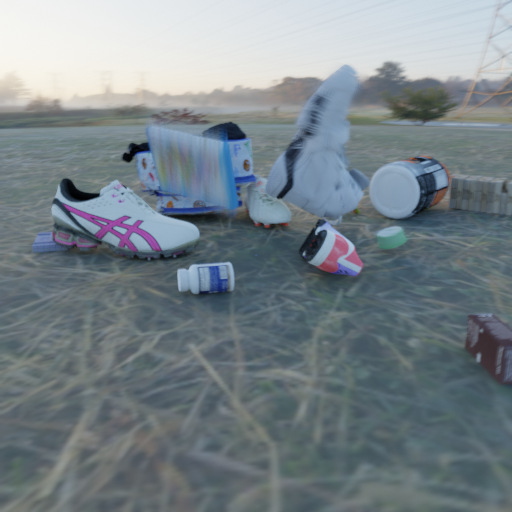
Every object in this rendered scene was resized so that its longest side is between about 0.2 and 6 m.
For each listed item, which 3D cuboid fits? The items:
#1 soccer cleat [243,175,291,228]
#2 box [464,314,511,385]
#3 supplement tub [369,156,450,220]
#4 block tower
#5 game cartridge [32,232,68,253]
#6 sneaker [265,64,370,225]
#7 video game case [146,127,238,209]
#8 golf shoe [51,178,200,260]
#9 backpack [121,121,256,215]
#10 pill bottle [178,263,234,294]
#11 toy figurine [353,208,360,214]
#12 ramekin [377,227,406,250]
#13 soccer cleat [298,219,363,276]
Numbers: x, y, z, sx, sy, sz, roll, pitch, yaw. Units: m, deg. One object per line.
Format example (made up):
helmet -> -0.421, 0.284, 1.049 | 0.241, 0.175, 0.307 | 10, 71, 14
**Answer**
soccer cleat -> 0.192, -1.433, 14.409 | 0.938, 1.051, 2.708 | -4, 18, -15
box -> 2.974, 1.138, 6.945 | 0.374, 0.500, 0.999 | -2, 16, -5
supplement tub -> 4.245, -1.908, 15.194 | 1.495, 1.495, 2.440 | 13, 21, 36
block tower -> 6.926, -1.624, 15.291 | 3.320, 0.897, 0.960 | 10, 19, 32
game cartridge -> -4.454, -0.334, 12.295 | 0.746, 0.221, 1.151 | -8, 18, -13
sneaker -> 1.788, -2.316, 12.577 | 2.110, 3.672, 1.380 | 33, 42, 3
video game case -> -1.191, -1.631, 10.370 | 1.829, 1.309, 0.163 | 18, 44, 29
golf shoe -> -2.700, -0.763, 11.457 | 3.171, 1.460, 1.151 | 8, 18, 6
backpack -> -1.479, -2.207, 14.504 | 3.071, 2.366, 2.925 | -18, 7, -28
pill bottle -> -0.850, 0.384, 9.399 | 0.896, 0.497, 0.497 | -4, 17, -13
toy figurine -> 2.115, -1.411, 15.404 | 1.091, 0.960, 1.821 | -27, 11, 10
ramekin -> 2.786, -0.383, 11.602 | 0.571, 0.279, 0.571 | -20, 17, 6
soccer cleat -> 1.425, -0.112, 10.820 | 0.924, 0.862, 2.526 | 31, 8, -3
